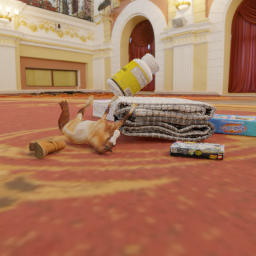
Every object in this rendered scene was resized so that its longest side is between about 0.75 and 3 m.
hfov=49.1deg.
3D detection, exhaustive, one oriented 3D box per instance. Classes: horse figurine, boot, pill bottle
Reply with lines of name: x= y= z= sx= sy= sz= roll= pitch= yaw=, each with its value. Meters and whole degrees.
horse figurine: x=-0.900 y=-0.110 z=6.685 sx=2.407 sy=0.601 sz=1.595 roll=6 pitch=55 yaw=35
boot: x=-1.582 y=0.422 z=5.707 sx=0.670 sy=0.331 sz=0.863 roll=0 pitch=0 yaw=-33
pill bottle: x=0.260 y=-2.128 z=11.692 sx=2.108 sy=1.173 sz=1.173 roll=-38 pitch=14 yaw=-6

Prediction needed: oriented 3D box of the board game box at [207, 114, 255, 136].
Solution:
board game box: x=3.443 y=-0.109 z=8.748 sx=2.000 sy=0.450 sz=1.521 roll=6 pitch=10 yaw=35

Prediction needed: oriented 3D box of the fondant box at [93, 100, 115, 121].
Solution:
fondant box: x=-0.304 y=-0.883 z=13.098 sx=1.975 sy=0.797 sz=2.737 roll=-4 pitch=8 yaw=-25

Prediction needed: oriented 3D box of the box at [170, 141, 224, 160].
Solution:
box: x=1.412 y=0.444 z=5.681 sx=1.021 sy=0.204 sz=0.699 roll=3 pitch=8 yaw=20

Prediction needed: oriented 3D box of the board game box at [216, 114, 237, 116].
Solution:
board game box: x=3.295 y=-0.339 z=10.944 sx=1.766 sy=0.304 sz=1.196 roll=3 pitch=8 yaw=21

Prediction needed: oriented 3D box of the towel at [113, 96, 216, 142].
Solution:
towel: x=0.837 y=-0.257 z=7.786 sx=2.545 sy=1.089 sz=2.107 roll=1 pitch=9 yaw=-6
